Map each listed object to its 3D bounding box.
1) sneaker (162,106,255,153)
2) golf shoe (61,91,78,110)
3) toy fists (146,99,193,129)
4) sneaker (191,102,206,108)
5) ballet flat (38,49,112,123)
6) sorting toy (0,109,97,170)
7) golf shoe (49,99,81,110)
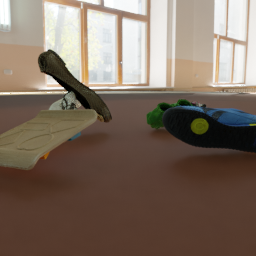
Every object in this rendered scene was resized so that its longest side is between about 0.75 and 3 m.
[{"bbox_3d":[1.707,-0.065,5.443,2.136,0.704,0.837,9,26,0],"label":"sneaker"},{"bbox_3d":[-1.405,-0.412,7.123,0.567,1.199,0.466,-8,-24,30],"label":"golf shoe"},{"bbox_3d":[1.152,-0.397,8.031,1.525,0.778,0.525,-14,56,-41],"label":"toy fists"},{"bbox_3d":[2.623,-0.803,10.844,0.925,0.372,0.400,11,-3,-44],"label":"sneaker"},{"bbox_3d":[-1.434,-0.999,7.464,0.584,2.520,0.849,-49,13,-26],"label":"ballet flat"},{"bbox_3d":[-1.768,0.155,4.776,2.167,0.319,1.602,1,29,32],"label":"sorting toy"},{"bbox_3d":[-2.238,-0.942,10.366,0.813,0.669,1.777,-42,4,38],"label":"golf shoe"}]
